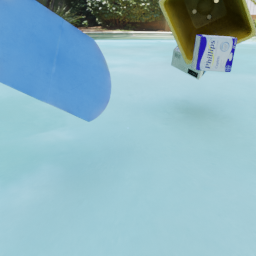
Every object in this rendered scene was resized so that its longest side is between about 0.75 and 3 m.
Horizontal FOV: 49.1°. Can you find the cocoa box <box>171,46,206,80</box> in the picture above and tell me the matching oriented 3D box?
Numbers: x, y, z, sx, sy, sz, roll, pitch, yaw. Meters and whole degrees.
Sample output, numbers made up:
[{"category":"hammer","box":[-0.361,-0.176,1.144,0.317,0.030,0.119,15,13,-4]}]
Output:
[{"category":"cocoa box","box":[2.276,-2.455,9.943,1.210,0.807,0.794,35,65,22]}]

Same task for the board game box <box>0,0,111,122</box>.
[{"category":"board game box","box":[-1.318,-1.076,4.654,2.340,1.849,0.456,26,-39,-35]}]

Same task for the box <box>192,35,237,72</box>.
[{"category":"box","box":[2.224,-1.939,7.295,0.950,0.874,0.499,2,23,-3]}]

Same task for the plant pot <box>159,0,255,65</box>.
[{"category":"plant pot","box":[2.234,-3.338,8.052,1.951,1.938,1.996,-21,24,23]}]
